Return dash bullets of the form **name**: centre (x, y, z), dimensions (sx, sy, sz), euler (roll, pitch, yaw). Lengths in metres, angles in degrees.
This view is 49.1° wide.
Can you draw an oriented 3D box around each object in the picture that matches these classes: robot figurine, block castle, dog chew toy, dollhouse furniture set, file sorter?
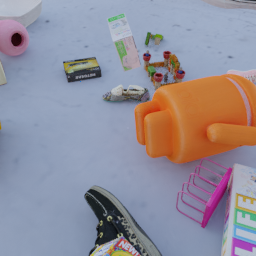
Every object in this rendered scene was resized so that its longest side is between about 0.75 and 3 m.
- **robot figurine**: centre (1.656, -0.217, 6.074), dimensions (2.949, 2.121, 1.720), euler (-13, 80, -15)
- **block castle**: centre (1.075, -1.841, 8.532), dimensions (0.973, 0.683, 1.456), euler (-9, 44, -10)
- **dog chew toy**: centre (-4.271, -3.188, 9.716), dimensions (1.866, 1.162, 1.162), euler (25, 48, 37)
- **dollhouse furniture set**: centre (0.983, -3.244, 10.373), dimensions (0.583, 0.447, 0.890), euler (14, 16, 6)
- **file sorter**: centre (1.428, 1.182, 5.328), dimensions (0.640, 0.709, 1.020), euler (25, 49, 28)

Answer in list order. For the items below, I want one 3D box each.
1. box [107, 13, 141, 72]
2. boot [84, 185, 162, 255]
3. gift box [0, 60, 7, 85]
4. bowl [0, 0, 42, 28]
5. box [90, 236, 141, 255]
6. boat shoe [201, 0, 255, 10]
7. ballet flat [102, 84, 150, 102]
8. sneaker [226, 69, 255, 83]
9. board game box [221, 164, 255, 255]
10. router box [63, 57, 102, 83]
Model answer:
- **box**: centre (-0.072, -1.905, 6.281), dimensions (0.452, 0.936, 0.826), euler (-17, 57, 5)
- **boot**: centre (-0.514, 1.931, 4.496), dimensions (1.452, 0.694, 1.922), euler (-30, 55, -28)
- **gift box**: centre (-4.543, -2.191, 8.047), dimensions (1.831, 1.853, 1.985), euler (-22, 47, -21)
- **bowl**: centre (-4.694, -4.667, 11.481), dimensions (2.014, 0.752, 2.011), euler (12, 45, 11)
- **box**: centre (-0.166, 2.570, 3.089), dimensions (1.813, 1.106, 1.747), euler (45, 55, 6)
- **boat shoe**: centre (3.030, -3.593, 6.932), dimensions (2.884, 1.023, 1.039), euler (13, 59, 8)
- **ballet flat**: centre (-0.056, -0.999, 7.808), dimensions (1.345, 0.484, 0.484), euler (1, 43, 2)
- **sneaker**: centre (3.489, -1.448, 8.309), dimensions (1.101, 0.414, 0.575), euler (6, 40, 16)
- **board game box**: centre (2.565, 1.993, 4.603), dimensions (1.896, 0.483, 2.821), euler (13, 45, 13)
- **router box**: centre (-1.450, -1.855, 8.832), dimensions (1.078, 0.282, 0.848), euler (-12, 45, -13)
